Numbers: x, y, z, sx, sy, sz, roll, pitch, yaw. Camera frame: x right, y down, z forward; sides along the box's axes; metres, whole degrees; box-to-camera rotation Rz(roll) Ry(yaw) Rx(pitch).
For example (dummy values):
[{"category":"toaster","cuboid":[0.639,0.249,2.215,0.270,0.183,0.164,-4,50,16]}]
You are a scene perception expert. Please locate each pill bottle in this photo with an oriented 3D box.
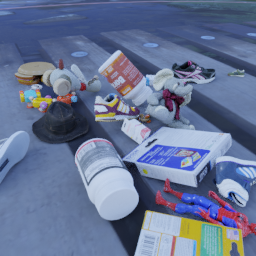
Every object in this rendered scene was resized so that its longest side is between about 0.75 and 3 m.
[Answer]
[{"category":"pill bottle","cuboid":[-0.058,-2.092,12.122,1.291,2.302,1.291,-42,14,13]},{"category":"pill bottle","cuboid":[-0.612,1.349,7.708,1.252,1.252,2.199,-12,34,-19]}]

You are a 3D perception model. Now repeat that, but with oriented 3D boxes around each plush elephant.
[{"category":"plush elephant","cuboid":[1.700,-1.088,10.751,2.035,1.913,2.470,29,3,-27]}]

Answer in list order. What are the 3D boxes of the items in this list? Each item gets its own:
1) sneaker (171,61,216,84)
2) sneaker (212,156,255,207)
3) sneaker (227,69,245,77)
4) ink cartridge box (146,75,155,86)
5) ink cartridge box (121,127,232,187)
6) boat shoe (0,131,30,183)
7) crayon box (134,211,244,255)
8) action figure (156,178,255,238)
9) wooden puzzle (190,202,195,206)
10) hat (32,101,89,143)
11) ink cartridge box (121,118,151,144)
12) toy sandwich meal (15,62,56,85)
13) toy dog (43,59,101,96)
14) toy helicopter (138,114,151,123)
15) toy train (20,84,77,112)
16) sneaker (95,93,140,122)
[{"category":"sneaker","cuboid":[3.480,-3.004,14.822,2.620,1.131,1.052,-9,34,-15]},{"category":"sneaker","cuboid":[3.300,1.627,7.964,1.839,0.741,1.346,16,57,-18]},{"category":"sneaker","cuboid":[6.076,-3.121,15.689,0.904,0.406,0.303,8,33,12]},{"category":"ink cartridge box","cuboid":[1.383,-2.498,14.717,0.885,0.374,0.639,3,32,7]},{"category":"ink cartridge box","cuboid":[1.581,0.794,9.050,2.607,0.613,2.576,4,27,41]},{"category":"boat shoe","cuboid":[-4.135,0.962,8.793,1.067,0.925,2.503,5,42,15]},{"category":"crayon box","cuboid":[1.331,2.718,6.143,2.217,0.572,1.394,7,33,13]},{"category":"action figure","cuboid":[2.072,2.091,7.135,2.716,0.702,0.889,20,34,24]},{"category":"wooden puzzle","cuboid":[2.079,2.173,7.510,0.474,0.056,0.799,-19,37,-28]},{"category":"hat","cuboid":[-2.671,-0.446,10.875,2.412,0.973,2.412,-1,32,0]},{"category":"ink cartridge box","cuboid":[0.274,0.079,10.145,1.009,0.588,0.341,37,35,26]},{"category":"toy sandwich meal","cuboid":[-4.963,-2.983,15.247,2.183,0.748,2.183,2,29,-1]},{"category":"toy dog","cuboid":[-2.404,-2.344,12.626,1.928,1.408,2.924,26,23,15]},{"category":"toy helicopter","cuboid":[0.610,-0.423,11.559,0.500,0.298,0.755,-15,23,-8]},{"category":"toy train","cuboid":[-3.595,-1.235,12.490,2.481,0.690,1.864,17,30,23]},{"category":"sneaker","cuboid":[-0.333,-0.837,10.851,0.864,1.039,2.306,3,10,37]}]
